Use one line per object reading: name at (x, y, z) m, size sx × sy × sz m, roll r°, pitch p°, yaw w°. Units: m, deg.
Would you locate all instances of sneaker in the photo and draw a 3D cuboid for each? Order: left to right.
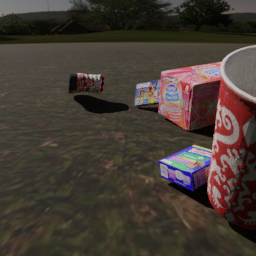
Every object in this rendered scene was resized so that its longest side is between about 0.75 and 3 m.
sneaker at (-1.641, -1.690, 10.944) m, size 1.306 × 0.814 × 2.437 m, roll 4°, pitch 5°, yaw -12°

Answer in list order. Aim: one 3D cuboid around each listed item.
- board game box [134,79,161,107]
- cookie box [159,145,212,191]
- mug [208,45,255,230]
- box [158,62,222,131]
board game box at (0.765, -1.207, 9.748) m, size 1.219 × 0.825 × 0.210 m, roll -3°, pitch -12°, yaw 43°
cookie box at (1.218, 0.702, 5.200) m, size 0.979 × 0.368 × 0.838 m, roll -18°, pitch 19°, yaw -32°
mug at (2.017, 0.183, 3.733) m, size 1.952 × 2.199 × 1.467 m, roll -16°, pitch 41°, yaw -15°
box at (2.590, -1.100, 8.709) m, size 2.976 × 1.409 × 1.527 m, roll -14°, pitch 31°, yaw -26°
